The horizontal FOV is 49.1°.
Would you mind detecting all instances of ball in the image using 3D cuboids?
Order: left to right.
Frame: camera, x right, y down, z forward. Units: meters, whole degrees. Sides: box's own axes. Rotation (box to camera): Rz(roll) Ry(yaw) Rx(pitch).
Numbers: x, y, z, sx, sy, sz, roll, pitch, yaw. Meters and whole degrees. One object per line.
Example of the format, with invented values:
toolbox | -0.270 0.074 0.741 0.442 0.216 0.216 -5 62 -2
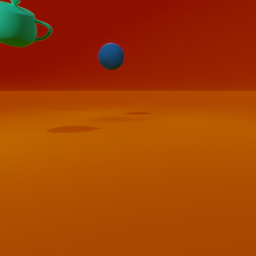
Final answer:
ball | -0.699 -2.983 11.739 1.094 1.094 1.094 0 8 0

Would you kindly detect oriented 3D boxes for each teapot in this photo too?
teapot | -2.890 -2.626 6.761 2.085 1.021 1.296 15 25 -18
